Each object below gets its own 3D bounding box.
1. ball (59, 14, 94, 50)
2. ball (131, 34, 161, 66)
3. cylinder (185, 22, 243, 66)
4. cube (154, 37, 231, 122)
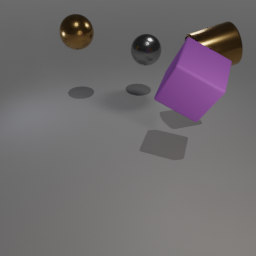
[{"bbox_3d":[-2.106,-3.936,11.517,1.400,1.400,1.400,0,32,0],"label":"ball"},{"bbox_3d":[0.824,-3.560,12.780,1.400,1.400,1.400,0,32,0],"label":"ball"},{"bbox_3d":[2.744,-2.562,9.130,1.400,1.400,1.400,-18,34,0],"label":"cylinder"},{"bbox_3d":[1.777,-1.311,7.728,1.400,1.400,1.400,28,52,-3],"label":"cube"}]
